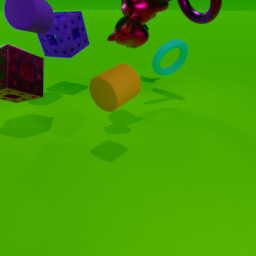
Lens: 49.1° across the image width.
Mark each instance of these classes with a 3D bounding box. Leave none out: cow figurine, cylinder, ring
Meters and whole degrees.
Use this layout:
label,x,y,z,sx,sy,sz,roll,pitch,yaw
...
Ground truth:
label,x,y,z,sx,sy,sz,roll,pitch,yaw
cow figurine,0.101,-2.672,6.228,1.655,1.682,0.923,-29,11,-30
cylinder,-2.986,-3.492,8.541,1.072,1.072,1.072,7,14,14
cylinder,-0.259,-0.838,5.778,0.779,0.779,0.779,19,40,34
ring,1.451,-2.387,9.595,1.397,1.397,0.279,-14,53,-27
ring,2.157,-4.078,8.648,0.353,1.766,1.766,-35,38,-19

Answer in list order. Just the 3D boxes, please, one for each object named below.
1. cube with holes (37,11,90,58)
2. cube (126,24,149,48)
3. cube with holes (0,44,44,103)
label,x,y,z,sx,sy,sz,roll,pitch,yaw
cube with holes,-2.470,-3.554,10.608,1.294,1.294,1.294,11,42,27
cube,0.212,-4.343,12.523,0.919,0.919,0.919,-26,76,-26
cube with holes,-3.066,-1.382,7.468,1.119,1.119,1.119,-7,-10,31
